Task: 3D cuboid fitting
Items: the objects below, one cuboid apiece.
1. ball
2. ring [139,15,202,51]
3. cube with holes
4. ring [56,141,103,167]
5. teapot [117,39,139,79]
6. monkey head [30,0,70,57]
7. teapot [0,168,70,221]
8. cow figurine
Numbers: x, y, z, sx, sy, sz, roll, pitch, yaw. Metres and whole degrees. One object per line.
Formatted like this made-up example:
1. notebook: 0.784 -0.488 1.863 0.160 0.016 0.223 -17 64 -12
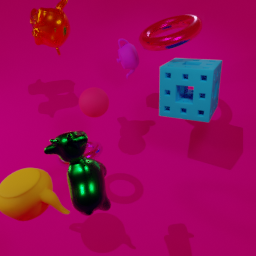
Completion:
1. ball: -0.857 -0.645 7.084 0.762 0.762 0.762 0 54 0
2. ring: 1.039 -2.390 6.988 1.604 0.321 1.604 -15 35 11
3. cube with holes: 1.519 -0.968 6.778 1.187 1.187 1.187 9 26 24
4. ring: -1.089 0.572 6.312 1.067 0.213 1.067 -12 17 4
5. teapot: -0.026 -2.012 8.151 0.600 1.225 0.762 -21 33 -5
6. monkey head: -1.712 -2.263 6.138 0.805 1.335 0.961 -5 44 -29
7. teapot: -1.808 1.274 5.158 1.640 0.803 1.019 2 34 26
8. cow figurine: -0.655 0.615 3.866 0.624 1.118 1.136 -18 61 7
